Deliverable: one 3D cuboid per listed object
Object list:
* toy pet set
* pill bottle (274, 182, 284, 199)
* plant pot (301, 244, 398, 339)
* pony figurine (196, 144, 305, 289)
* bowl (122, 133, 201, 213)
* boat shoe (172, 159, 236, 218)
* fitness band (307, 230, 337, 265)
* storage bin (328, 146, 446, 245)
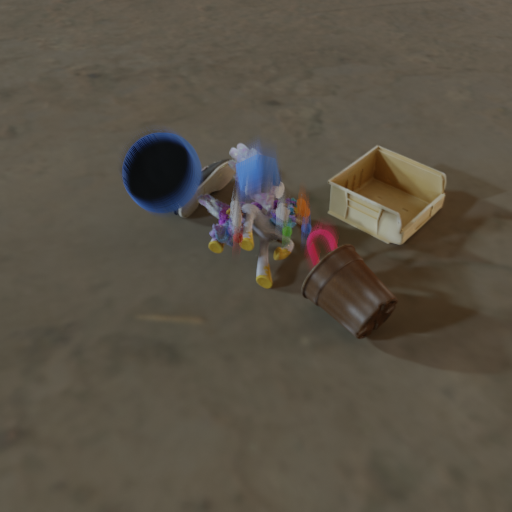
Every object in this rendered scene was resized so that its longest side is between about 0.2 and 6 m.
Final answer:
[{"bbox_3d":[0.209,-0.982,9.346,1.367,0.726,1.276,-9,78,-8],"label":"toy pet set"},{"bbox_3d":[0.179,-1.407,11.506,0.728,0.424,0.424,15,43,34],"label":"pill bottle"},{"bbox_3d":[1.676,0.683,9.749,1.279,1.279,1.266,-29,60,-28],"label":"plant pot"},{"bbox_3d":[-0.087,-0.767,11.158,2.224,1.919,2.304,35,41,-9],"label":"pony figurine"},{"bbox_3d":[-1.830,-1.603,10.693,1.554,1.554,0.305,12,0,13],"label":"bowl"},{"bbox_3d":[-1.245,-1.657,12.642,0.601,0.705,2.110,28,53,22],"label":"boat shoe"},{"bbox_3d":[1.261,-0.096,10.475,0.580,0.808,0.151,-16,5,40],"label":"fitness band"},{"bbox_3d":[2.839,-1.325,12.137,1.878,0.886,1.892,31,50,30],"label":"storage bin"}]
